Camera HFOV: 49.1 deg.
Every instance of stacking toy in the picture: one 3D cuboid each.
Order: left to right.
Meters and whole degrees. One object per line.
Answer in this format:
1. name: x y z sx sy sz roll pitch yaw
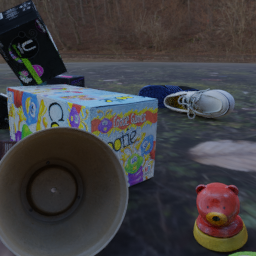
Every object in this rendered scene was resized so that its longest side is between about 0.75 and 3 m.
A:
1. stacking toy: 1.333 0.935 2.544 1.421 0.600 1.286 -6 16 9

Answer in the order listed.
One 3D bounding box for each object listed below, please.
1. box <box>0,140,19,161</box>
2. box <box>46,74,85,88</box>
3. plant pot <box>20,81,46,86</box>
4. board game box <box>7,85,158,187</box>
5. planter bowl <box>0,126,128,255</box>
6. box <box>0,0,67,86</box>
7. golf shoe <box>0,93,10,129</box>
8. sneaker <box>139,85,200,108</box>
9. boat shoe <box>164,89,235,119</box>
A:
1. box: -2.124 0.513 3.827 1.284 0.643 0.481 -3 -6 11
2. box: -1.661 -0.758 7.587 0.800 1.308 0.694 8 17 26
3. plant pot: -3.208 -1.199 9.822 1.027 0.965 1.027 0 16 0
4. board game box: -0.877 0.030 4.736 1.305 1.282 2.489 -11 19 -43
5. planter bowl: -0.732 0.671 2.957 1.267 1.267 0.853 -7 -6 -23
6. box: -1.878 -1.540 5.307 0.925 1.245 0.774 -26 52 -4
7. golf shoe: -3.722 -0.610 7.726 2.524 0.981 1.193 7 17 19
8. sneaker: 1.489 -1.156 10.178 2.305 0.808 0.898 4 9 -5
9. boat shoe: 1.943 -0.756 8.419 1.008 0.873 2.364 -10 16 -33
